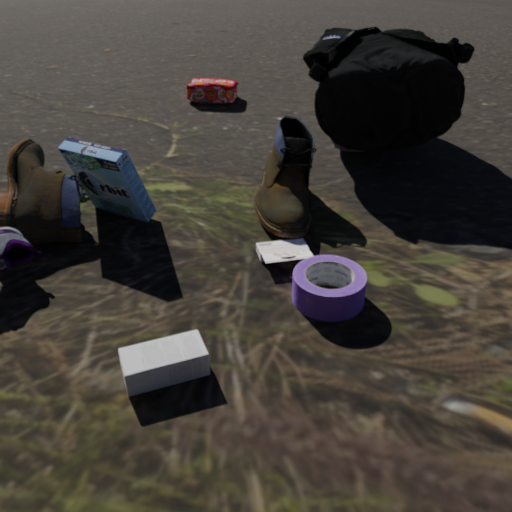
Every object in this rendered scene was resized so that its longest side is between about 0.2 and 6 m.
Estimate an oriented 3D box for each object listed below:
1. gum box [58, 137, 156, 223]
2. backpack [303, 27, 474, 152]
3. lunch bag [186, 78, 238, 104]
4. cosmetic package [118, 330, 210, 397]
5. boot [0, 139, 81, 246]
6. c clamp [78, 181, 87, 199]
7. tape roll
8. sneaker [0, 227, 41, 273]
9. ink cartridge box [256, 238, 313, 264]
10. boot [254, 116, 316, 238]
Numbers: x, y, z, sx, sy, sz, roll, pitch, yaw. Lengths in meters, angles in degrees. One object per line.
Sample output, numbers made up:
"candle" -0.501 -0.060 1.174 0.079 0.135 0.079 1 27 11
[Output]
"gum box" -2.942 -1.501 11.204 1.466 1.725 0.384 17 58 24
"backpack" 3.067 -4.326 14.408 3.775 2.864 4.524 0 30 4
"lunch bag" -1.409 -5.444 18.378 1.608 0.659 1.417 4 29 6
"cosmetic package" -1.280 1.482 7.810 1.160 0.413 0.588 -11 35 -17
"boot" -4.312 -1.280 11.575 1.637 1.262 3.378 3 42 -13
"c clamp" -3.595 -1.540 12.741 1.488 0.201 1.271 -22 34 -28
"tape roll" 1.194 0.514 9.225 1.207 0.513 1.207 0 32 0
"sneaker" -4.573 0.028 9.133 0.870 0.739 1.987 24 32 31
"ink cartridge box" 0.526 -0.024 10.299 0.926 0.207 0.816 -6 30 -10
"boot" 0.609 -1.703 11.634 1.197 1.553 3.204 3 33 -5
